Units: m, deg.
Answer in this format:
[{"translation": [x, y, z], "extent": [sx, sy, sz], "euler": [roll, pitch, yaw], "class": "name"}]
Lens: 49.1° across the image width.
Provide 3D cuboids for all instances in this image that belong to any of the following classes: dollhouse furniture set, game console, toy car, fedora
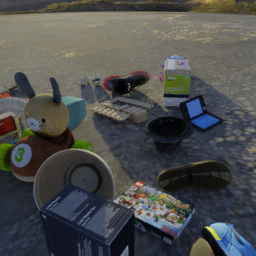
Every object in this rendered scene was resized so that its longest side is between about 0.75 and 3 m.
[{"translation": [-4.283, 0.303, 8.524], "extent": [1.889, 1.878, 2.680], "euler": [21, 35, 33], "class": "dollhouse furniture set"}, {"translation": [2.992, -0.640, 11.368], "extent": [1.485, 1.306, 0.864], "euler": [-22, 7, -36], "class": "game console"}, {"translation": [-2.532, -0.123, 8.173], "extent": [2.377, 2.894, 2.283], "euler": [12, 28, 20], "class": "toy car"}, {"translation": [1.395, 0.286, 9.668], "extent": [1.782, 0.814, 1.782], "euler": [0, 29, 0], "class": "fedora"}]

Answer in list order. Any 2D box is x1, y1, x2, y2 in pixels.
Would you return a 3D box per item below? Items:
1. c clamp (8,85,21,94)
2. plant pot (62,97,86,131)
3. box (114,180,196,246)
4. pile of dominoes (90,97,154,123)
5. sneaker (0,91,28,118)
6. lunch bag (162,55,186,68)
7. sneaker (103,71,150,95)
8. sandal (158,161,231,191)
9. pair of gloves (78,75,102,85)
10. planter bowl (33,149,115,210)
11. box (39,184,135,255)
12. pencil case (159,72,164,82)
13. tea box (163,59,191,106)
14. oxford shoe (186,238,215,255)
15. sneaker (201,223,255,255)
[{"translation": [-5.666, -2.039, 14.632], "extent": [1.038, 0.165, 1.215], "euler": [3, 30, 17], "class": "c clamp"}, {"translation": [-2.419, -0.593, 10.903], "extent": [1.139, 1.138, 1.611], "euler": [15, 31, 29], "class": "plant pot"}, {"translation": [0.630, 2.030, 6.999], "extent": [1.751, 0.330, 1.196], "euler": [19, 34, 30], "class": "box"}, {"translation": [-0.315, -0.738, 12.252], "extent": [2.000, 0.408, 2.566], "euler": [-23, 28, -35], "class": "pile of dominoes"}, {"translation": [-5.133, -1.144, 12.140], "extent": [2.461, 0.955, 1.379], "euler": [3, 30, 5], "class": "sneaker"}, {"translation": [2.906, -4.067, 17.691], "extent": [1.260, 0.780, 1.071], "euler": [-32, 40, -24], "class": "lunch bag"}, {"translation": [0.088, -2.268, 14.241], "extent": [2.539, 0.897, 1.240], "euler": [-14, 31, -20], "class": "sneaker"}, {"translation": [1.863, 1.366, 7.961], "extent": [2.085, 0.852, 0.569], "euler": [-8, 8, 0], "class": "sandal"}, {"translation": [-2.104, -2.628, 15.598], "extent": [1.323, 0.232, 1.125], "euler": [-6, 33, -6], "class": "pair of gloves"}, {"translation": [-1.170, 1.397, 6.914], "extent": [1.871, 1.871, 1.259], "euler": [3, 1, 5], "class": "planter bowl"}, {"translation": [-0.723, 2.160, 5.354], "extent": [1.526, 1.676, 0.873], "euler": [15, 32, 26], "class": "box"}, {"translation": [2.466, -2.956, 15.831], "extent": [1.440, 0.623, 0.596], "euler": [-13, -12, -23], "class": "pencil case"}, {"translation": [2.281, -2.152, 13.131], "extent": [1.189, 1.751, 1.780], "euler": [3, 28, 7], "class": "tea box"}, {"translation": [1.536, 3.031, 4.939], "extent": [0.866, 0.867, 2.431], "euler": [33, 20, -11], "class": "oxford shoe"}, {"translation": [2.292, 2.706, 5.335], "extent": [0.892, 0.750, 2.274], "euler": [-5, 29, -12], "class": "sneaker"}]
